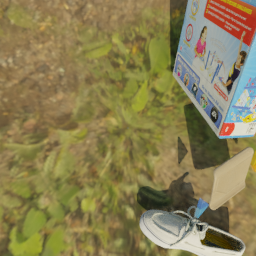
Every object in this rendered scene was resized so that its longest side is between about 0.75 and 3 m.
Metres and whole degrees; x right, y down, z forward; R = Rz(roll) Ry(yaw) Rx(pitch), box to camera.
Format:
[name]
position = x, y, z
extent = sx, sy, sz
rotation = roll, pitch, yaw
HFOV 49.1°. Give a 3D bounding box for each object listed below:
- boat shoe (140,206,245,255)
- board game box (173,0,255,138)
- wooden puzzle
[boat shoe]
position = 1.492, 2.332, 6.306
extent = 2.402, 1.024, 0.887
rotation = 24, 41, 4
[board game box]
position = 2.025, -1.810, 5.860
extent = 0.826, 2.894, 2.956
rotation = -1, 36, -12
[wooden puzzle]
position = 2.222, 1.084, 6.101
extent = 1.985, 1.339, 0.232
rotation = -22, 39, -26
